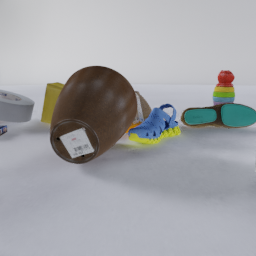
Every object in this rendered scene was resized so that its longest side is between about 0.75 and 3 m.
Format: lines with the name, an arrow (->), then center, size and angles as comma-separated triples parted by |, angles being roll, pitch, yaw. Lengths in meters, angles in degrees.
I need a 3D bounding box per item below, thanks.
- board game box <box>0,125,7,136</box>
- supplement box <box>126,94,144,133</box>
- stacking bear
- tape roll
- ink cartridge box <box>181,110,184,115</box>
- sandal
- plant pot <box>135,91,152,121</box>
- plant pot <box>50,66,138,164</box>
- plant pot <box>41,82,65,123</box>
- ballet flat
board game box -> -5.019, 0.121, 9.503 | 1.471, 0.254, 0.996 | -1, 11, -4
supplement box -> 0.058, -0.525, 9.412 | 0.754, 1.196, 0.440 | -20, -25, 20
stacking bear -> 5.297, -2.039, 15.302 | 1.260, 2.216, 1.346 | -2, 11, -8
tape roll -> -5.354, -1.013, 12.065 | 2.455, 0.811, 2.455 | 16, 11, -3
ink cartridge box -> 3.000, -0.610, 12.779 | 0.973, 0.406, 0.707 | -10, 15, -42
sandal -> 0.847, -0.154, 8.875 | 0.987, 1.081, 2.483 | 9, 16, 33
plant pot -> -0.313, -0.795, 11.294 | 2.985, 1.378, 2.985 | -1, 10, 0
plant pot -> -0.986, -0.190, 7.106 | 2.245, 2.245, 2.402 | 1, 26, 7
plant pot -> -2.549, -0.971, 11.935 | 1.649, 1.602, 1.612 | 13, 11, -1
ballet flat -> 3.476, -0.430, 10.988 | 2.905, 0.985, 1.051 | -5, -1, 0
